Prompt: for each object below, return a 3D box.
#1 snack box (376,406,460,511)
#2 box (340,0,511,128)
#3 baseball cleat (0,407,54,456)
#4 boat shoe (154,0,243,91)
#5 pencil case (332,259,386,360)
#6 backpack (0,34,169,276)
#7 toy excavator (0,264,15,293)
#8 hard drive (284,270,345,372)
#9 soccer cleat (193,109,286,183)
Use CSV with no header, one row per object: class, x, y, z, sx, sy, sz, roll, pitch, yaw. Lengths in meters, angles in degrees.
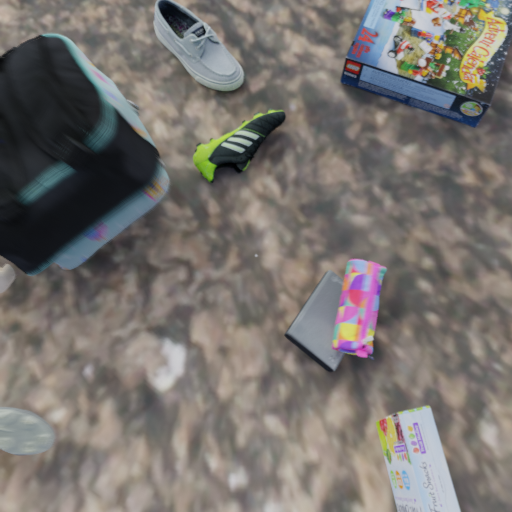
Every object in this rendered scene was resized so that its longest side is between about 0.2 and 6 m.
snack box,2.411,3.379,8.273,0.547,1.467,2.063,-10,69,-4
box,3.940,-5.116,11.977,2.973,0.820,4.353,21,70,8
baseball cleat,-3.921,2.541,8.565,1.909,1.016,0.666,12,84,1
boat shoe,-1.269,-4.435,11.664,0.881,0.900,2.527,-42,74,-15
pencil case,1.704,0.869,9.185,0.718,0.718,1.624,10,75,4
backpack,-3.427,-1.777,9.405,3.140,2.739,3.573,-39,62,5
toy excavator,-5.312,0.144,9.592,1.761,1.712,0.880,-21,29,22
hard drive,1.260,1.093,9.579,1.016,0.239,1.456,39,62,-4
soccer cleat,-0.237,-2.146,10.958,2.070,0.699,0.839,-30,87,-9
